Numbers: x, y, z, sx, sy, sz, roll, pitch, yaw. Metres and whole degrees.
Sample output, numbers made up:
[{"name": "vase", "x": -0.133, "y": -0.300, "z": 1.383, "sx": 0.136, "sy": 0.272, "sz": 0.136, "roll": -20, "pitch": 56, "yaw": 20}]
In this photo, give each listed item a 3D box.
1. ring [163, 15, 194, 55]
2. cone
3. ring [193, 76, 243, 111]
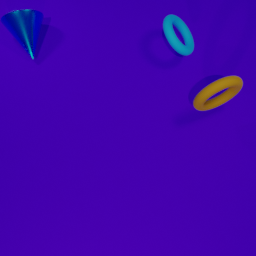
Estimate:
[{"name": "ring", "x": 1.224, "y": -2.230, "z": 6.720, "sx": 1.052, "sy": 0.210, "sz": 1.052, "roll": 23, "pitch": 55, "yaw": -37}, {"name": "cone", "x": -2.597, "y": -2.315, "z": 7.262, "sx": 1.075, "sy": 1.075, "sz": 1.079, "roll": -14, "pitch": 94, "yaw": -4}, {"name": "ring", "x": 1.982, "y": -0.747, "z": 6.193, "sx": 1.150, "sy": 1.150, "sz": 0.230, "roll": -21, "pitch": 69, "yaw": -6}]
